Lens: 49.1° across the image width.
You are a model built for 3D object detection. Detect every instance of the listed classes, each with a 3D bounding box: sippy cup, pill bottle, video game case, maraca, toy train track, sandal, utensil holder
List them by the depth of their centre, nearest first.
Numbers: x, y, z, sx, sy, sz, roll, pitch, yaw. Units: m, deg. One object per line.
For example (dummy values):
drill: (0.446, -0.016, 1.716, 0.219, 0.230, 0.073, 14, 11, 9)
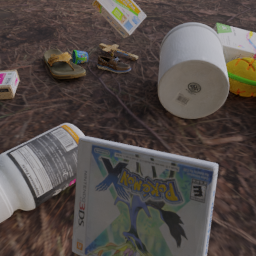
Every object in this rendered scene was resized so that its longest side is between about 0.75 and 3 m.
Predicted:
video game case: (0.074, 1.030, 3.345, 1.773, 1.616, 0.195, 10, 10, 30)
pill bottle: (-2.003, 0.933, 6.153, 2.334, 1.358, 1.358, -31, 48, -32)
utensil holder: (2.060, -1.882, 9.050, 2.209, 2.209, 2.599, 5, 40, 6)
maraca: (4.310, -1.675, 9.592, 2.394, 1.281, 1.641, 13, 28, -5)
sandal: (-2.681, -2.707, 11.212, 1.153, 0.775, 2.870, -21, 43, -25)
sippy cup: (-1.998, -2.980, 11.780, 0.565, 0.605, 0.771, -7, 61, -24)
toy train track: (-0.436, -3.309, 12.411, 1.908, 0.310, 1.094, 24, 37, 19)

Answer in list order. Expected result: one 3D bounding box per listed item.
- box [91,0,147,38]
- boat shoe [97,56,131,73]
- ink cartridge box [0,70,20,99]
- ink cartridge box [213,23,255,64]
box: (-0.248, -3.122, 7.401, 0.712, 1.266, 0.642, -50, 19, -2)
boat shoe: (-0.582, -2.586, 11.262, 1.454, 0.526, 0.525, 11, 40, 13)
ink cartridge box: (-4.572, -1.548, 9.970, 1.106, 0.504, 1.343, -6, 38, -6)
ink cartridge box: (4.643, -2.858, 10.660, 2.968, 0.999, 1.738, 13, 47, -2)
